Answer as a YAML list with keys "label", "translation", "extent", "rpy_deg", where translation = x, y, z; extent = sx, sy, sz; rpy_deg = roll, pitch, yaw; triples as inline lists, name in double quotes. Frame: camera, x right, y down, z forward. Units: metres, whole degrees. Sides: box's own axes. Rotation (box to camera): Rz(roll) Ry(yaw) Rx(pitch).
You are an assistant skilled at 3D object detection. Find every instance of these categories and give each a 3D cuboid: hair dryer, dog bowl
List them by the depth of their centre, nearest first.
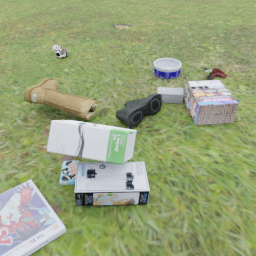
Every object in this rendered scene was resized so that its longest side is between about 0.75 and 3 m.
- label: "hair dryer"
  translation: [4.611, -2.808, 14.930]
  extent: [1.302, 0.354, 0.992]
  rpy_deg: [1, 54, 8]
- label: "dog bowl"
  translation: [2.124, -3.237, 15.176]
  extent: [1.478, 0.582, 1.478]
  rpy_deg: [0, 37, 0]

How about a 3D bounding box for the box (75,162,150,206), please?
- label: "box"
  translation: [-0.493, 1.652, 8.444]
  extent: [2.134, 0.642, 1.245]
  rpy_deg: [1, 36, -6]

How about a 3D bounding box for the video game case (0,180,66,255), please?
- label: "video game case"
  translation: [-3.134, 2.575, 7.656]
  extent: [2.038, 0.257, 2.237]
  rpy_deg: [-26, 44, -31]

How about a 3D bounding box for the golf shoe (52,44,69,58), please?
- label: "golf shoe"
  translation: [-4.297, -4.720, 17.214]
  extent: [1.476, 0.570, 0.650]
  rpy_deg: [31, 53, 35]

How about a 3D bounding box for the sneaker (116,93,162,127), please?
- label: "sneaker"
  translation: [0.497, -0.925, 11.876]
  extent: [1.116, 0.934, 2.458]
  rpy_deg: [22, 38, 40]

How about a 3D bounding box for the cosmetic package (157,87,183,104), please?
- label: "cosmetic package"
  translation: [1.935, -1.511, 12.934]
  extent: [1.201, 0.541, 0.641]
  rpy_deg: [7, 37, 5]

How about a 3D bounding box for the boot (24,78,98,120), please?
- label: "boot"
  translation: [-2.643, -1.241, 12.090]
  extent: [2.796, 0.925, 2.449]
  rpy_deg: [15, 27, 8]

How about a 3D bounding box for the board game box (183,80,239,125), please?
- label: "board game box"
  translation: [3.459, -1.144, 12.017]
  extent: [1.634, 0.992, 2.049]
  rpy_deg: [-3, 37, -4]

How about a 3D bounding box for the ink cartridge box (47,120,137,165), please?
- label: "ink cartridge box"
  translation: [-1.027, 0.374, 8.515]
  extent: [2.300, 0.970, 1.680]
  rpy_deg: [9, 3, 9]

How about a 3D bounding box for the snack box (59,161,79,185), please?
- label: "snack box"
  translation: [-1.911, 1.459, 9.220]
  extent: [0.547, 0.175, 0.941]
  rpy_deg: [-2, 37, -3]
